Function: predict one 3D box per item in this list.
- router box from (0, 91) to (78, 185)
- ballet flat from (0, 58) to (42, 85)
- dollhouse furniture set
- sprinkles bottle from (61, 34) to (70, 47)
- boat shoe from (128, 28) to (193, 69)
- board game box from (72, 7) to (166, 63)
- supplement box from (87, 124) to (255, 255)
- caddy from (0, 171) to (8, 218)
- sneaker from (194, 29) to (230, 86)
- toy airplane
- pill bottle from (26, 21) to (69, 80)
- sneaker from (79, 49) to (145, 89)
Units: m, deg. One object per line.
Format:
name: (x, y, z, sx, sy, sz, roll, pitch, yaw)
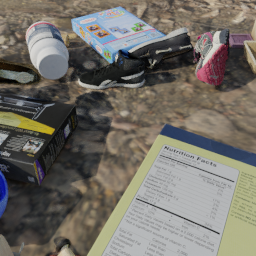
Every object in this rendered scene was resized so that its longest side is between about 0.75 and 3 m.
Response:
router box: (-2.831, 0.076, 6.612, 2.672, 0.698, 2.101, 11, 41, 11)
ballet flat: (-2.927, -1.265, 6.495, 0.742, 0.696, 2.052, 24, 16, 39)
dollhouse furniture set: (4.861, -3.224, 9.110, 2.233, 2.000, 2.818, 2, 45, 2)
sprinkles bottle: (-2.819, -3.217, 10.207, 1.320, 0.450, 0.450, 4, 45, 4)
boat shoe: (0.920, -2.401, 9.114, 2.697, 0.996, 0.814, -26, 92, -18)
board game box: (-0.411, -3.558, 10.462, 2.265, 0.548, 2.994, -25, 52, -23)
supplement box: (0.701, 1.813, 3.672, 1.688, 2.515, 2.513, 20, 48, 19)
caddy: (-3.269, 1.087, 4.844, 2.271, 1.192, 1.605, 32, 44, -9)
sneaker: (2.540, -2.211, 8.845, 1.069, 1.155, 2.864, 3, 35, 25)
toy airplane: (-1.500, 2.412, 4.025, 1.648, 1.168, 1.655, 22, 24, -9)
pill bottle: (-2.535, -2.441, 8.914, 1.178, 1.178, 1.970, -15, 48, -14)
sneaker: (-0.501, -1.801, 8.303, 2.004, 1.121, 0.732, -2, 45, -2)
